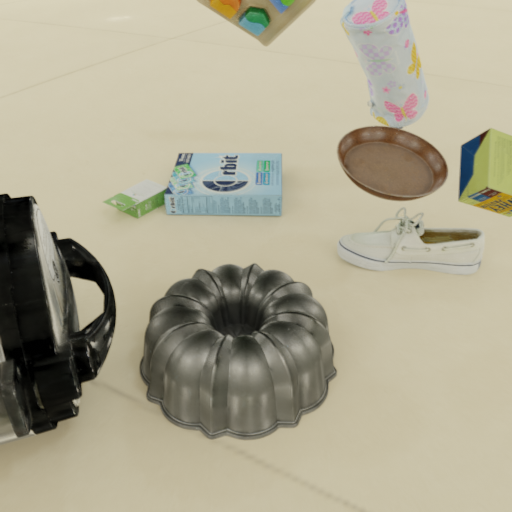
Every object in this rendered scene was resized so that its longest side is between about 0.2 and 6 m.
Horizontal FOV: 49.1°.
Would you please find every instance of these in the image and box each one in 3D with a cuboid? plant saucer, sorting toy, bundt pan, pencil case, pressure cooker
[{"bbox_3d":[1.918,-1.296,8.032,1.601,0.276,1.601,5,48,-5],"label":"plant saucer"},{"bbox_3d":[-0.053,-5.235,11.294,1.966,1.820,0.359,26,59,-28],"label":"sorting toy"},{"bbox_3d":[-0.252,1.024,7.502,2.733,1.026,2.733,-1,35,0],"label":"bundt pan"},{"bbox_3d":[2.360,-3.491,10.093,1.132,2.496,1.038,12,64,34],"label":"pencil case"},{"bbox_3d":[-3.256,0.755,6.334,3.252,2.905,2.860,-11,75,-16],"label":"pressure cooker"}]

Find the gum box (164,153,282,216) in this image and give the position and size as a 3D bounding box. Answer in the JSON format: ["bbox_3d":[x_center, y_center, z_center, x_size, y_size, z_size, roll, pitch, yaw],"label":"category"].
[{"bbox_3d":[-0.598,-1.508,11.531,2.269,0.505,1.928,1,35,1],"label":"gum box"}]

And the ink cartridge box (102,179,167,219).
[{"bbox_3d":[-2.356,-1.070,11.042,0.612,0.350,1.179,24,42,30],"label":"ink cartridge box"}]

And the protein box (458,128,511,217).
[{"bbox_3d":[3.606,-1.205,8.280,0.962,0.649,0.955,14,73,-17],"label":"protein box"}]

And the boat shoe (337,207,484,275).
[{"bbox_3d":[2.602,-0.321,9.383,2.420,1.032,0.894,6,36,9],"label":"boat shoe"}]
